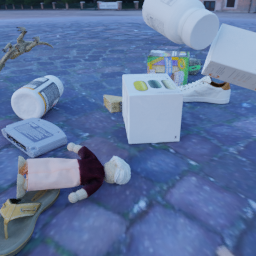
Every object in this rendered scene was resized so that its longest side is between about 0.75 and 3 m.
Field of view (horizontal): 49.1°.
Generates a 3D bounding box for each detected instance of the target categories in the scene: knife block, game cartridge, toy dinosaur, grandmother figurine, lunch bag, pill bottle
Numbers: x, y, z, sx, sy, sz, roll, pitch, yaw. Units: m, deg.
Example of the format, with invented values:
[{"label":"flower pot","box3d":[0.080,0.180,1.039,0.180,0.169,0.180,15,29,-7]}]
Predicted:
[{"label":"knife block","box3d":[-0.260,-1.012,11.345,1.185,0.432,1.350,-10,28,-21]},{"label":"game cartridge","box3d":[-2.945,0.228,8.984,2.062,0.421,1.372,24,39,39]},{"label":"toy dinosaur","box3d":[-2.809,-2.222,7.577,2.030,0.591,1.027,-44,6,-38]},{"label":"grandmother figurine","box3d":[-1.201,1.041,6.684,2.653,0.803,1.609,3,58,-19]},{"label":"lunch bag","box3d":[3.520,-3.564,15.874,1.234,0.860,1.035,11,30,19]},{"label":"pill bottle","box3d":[1.258,-2.664,6.810,1.073,1.073,1.876,-14,43,-26]},{"label":"pill bottle","box3d":[-3.414,-1.250,10.899,1.274,1.274,2.189,5,27,10]}]

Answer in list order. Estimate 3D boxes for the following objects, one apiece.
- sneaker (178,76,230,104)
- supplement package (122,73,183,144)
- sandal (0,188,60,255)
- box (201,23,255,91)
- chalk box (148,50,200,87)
[{"label":"sneaker","box3d":[2.973,-1.760,12.041,2.734,1.157,0.995,4,29,11]},{"label":"supplement package","box3d":[0.726,-0.736,9.437,1.669,1.657,2.199,-3,27,-5]},{"label":"sandal","box3d":[-2.198,1.686,5.841,0.904,0.608,2.252,8,28,16]},{"label":"box","box3d":[3.096,-1.674,7.134,2.045,0.997,1.272,19,-2,6]},{"label":"chalk box","box3d":[2.276,-2.919,13.885,2.511,1.555,1.563,6,26,10]}]
